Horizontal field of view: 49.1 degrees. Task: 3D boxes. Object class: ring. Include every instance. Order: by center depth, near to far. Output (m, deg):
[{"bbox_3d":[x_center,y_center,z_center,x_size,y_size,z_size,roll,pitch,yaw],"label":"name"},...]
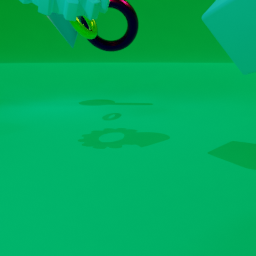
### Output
[{"bbox_3d":[-1.212,-2.869,7.400,0.224,1.122,1.122,-26,2,27],"label":"ring"},{"bbox_3d":[-0.634,-3.603,9.792,2.024,2.024,0.405,1,45,2],"label":"ring"}]

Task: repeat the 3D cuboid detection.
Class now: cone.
[{"bbox_3d":[-2.160,-3.665,10.232,1.566,1.572,1.566,-3,39,2],"label":"cone"}]

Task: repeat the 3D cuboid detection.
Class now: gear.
[{"bbox_3d":[-1.127,-2.451,4.830,1.648,0.305,1.648,11,47,-12],"label":"gear"}]

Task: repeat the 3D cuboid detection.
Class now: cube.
[{"bbox_3d":[2.031,-1.650,3.930,1.165,1.165,1.165,-49,17,-18],"label":"cube"}]
